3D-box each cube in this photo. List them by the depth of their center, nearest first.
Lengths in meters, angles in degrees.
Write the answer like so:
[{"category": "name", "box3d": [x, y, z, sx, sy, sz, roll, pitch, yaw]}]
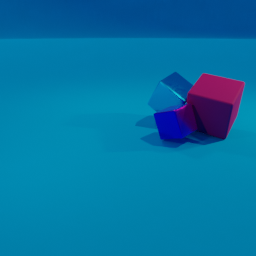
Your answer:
[{"category": "cube", "box3d": [1.325, -0.179, 7.800, 0.784, 0.784, 0.784, -24, 12, -40]}, {"category": "cube", "box3d": [2.512, -0.664, 8.206, 1.256, 1.256, 1.256, 19, 46, 25]}, {"category": "cube", "box3d": [1.470, -1.003, 9.140, 1.040, 1.040, 1.040, 42, 46, 13]}]
